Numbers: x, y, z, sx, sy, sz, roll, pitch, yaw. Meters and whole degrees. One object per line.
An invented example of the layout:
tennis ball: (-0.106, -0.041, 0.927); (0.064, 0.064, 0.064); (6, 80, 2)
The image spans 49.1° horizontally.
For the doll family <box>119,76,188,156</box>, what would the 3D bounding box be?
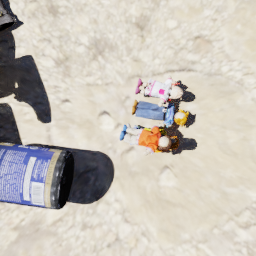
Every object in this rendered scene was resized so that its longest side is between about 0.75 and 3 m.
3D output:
doll family: (0.744, -0.179, 6.997); (1.408, 1.022, 2.269); (13, 63, 9)

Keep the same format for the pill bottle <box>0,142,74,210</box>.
pill bottle: (-2.580, 1.050, 6.444); (2.444, 1.367, 1.367); (8, 80, 1)

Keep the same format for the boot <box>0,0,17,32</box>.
boot: (-3.827, -3.073, 7.620); (1.302, 0.451, 1.134); (-24, 81, -6)
